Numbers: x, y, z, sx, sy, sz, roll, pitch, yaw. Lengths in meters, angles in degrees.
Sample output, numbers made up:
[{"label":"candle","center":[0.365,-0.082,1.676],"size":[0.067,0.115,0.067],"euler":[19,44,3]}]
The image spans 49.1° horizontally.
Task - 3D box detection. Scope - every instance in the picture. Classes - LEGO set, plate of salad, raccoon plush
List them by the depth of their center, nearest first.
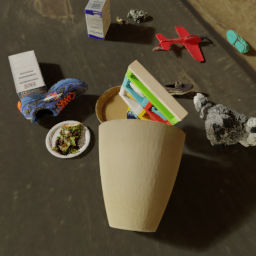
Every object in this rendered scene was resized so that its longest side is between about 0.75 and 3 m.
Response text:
[{"label":"plate of salad","center":[-2.177,0.344,10.134],"size":[1.598,0.384,1.598],"euler":[0,55,-1]},{"label":"raccoon plush","center":[3.842,-0.455,10.202],"size":[1.911,1.380,2.852],"euler":[-4,55,-12]},{"label":"LEGO set","center":[0.249,-5.753,14.301],"size":[1.678,0.475,1.090],"euler":[-33,62,-21]}]

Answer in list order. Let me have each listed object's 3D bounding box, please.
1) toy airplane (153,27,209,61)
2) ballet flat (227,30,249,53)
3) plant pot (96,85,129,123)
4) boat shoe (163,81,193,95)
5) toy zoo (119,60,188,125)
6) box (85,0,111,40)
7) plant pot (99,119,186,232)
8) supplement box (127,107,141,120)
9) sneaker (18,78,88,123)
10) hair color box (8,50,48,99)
[{"label":"toy airplane","center":[2.453,-4.079,13.127],"size":[2.722,0.501,2.722],"euler":[0,53,0]},{"label":"ballet flat","center":[5.194,-4.046,13.184],"size":[0.525,0.502,1.492],"euler":[-1,51,-31]},{"label":"plant pot","center":[-0.066,-0.705,10.902],"size":[2.352,0.323,2.352],"euler":[0,54,0]},{"label":"boat shoe","center":[2.003,-1.622,11.257],"size":[1.225,0.449,0.456],"euler":[-12,41,9]},{"label":"toy zoo","center":[0.581,-0.724,8.571],"size":[0.305,2.982,1.956],"euler":[-43,87,-12]},{"label":"box","center":[-1.400,-5.302,13.326],"size":[0.815,1.553,1.428],"euler":[10,56,7]},{"label":"plant pot","center":[0.259,1.479,8.248],"size":[2.650,2.650,2.829],"euler":[6,75,4]},{"label":"supplement box","center":[0.374,-0.703,10.615],"size":[0.600,0.604,1.102],"euler":[12,55,9]},{"label":"sneaker","center":[-2.756,-0.982,10.802],"size":[2.733,1.029,1.072],"euler":[-27,66,-7]},{"label":"hair color box","center":[-4.167,-2.177,11.692],"size":[1.123,0.680,2.245],"euler":[-18,57,-12]}]
